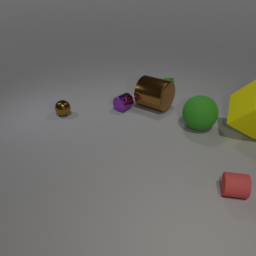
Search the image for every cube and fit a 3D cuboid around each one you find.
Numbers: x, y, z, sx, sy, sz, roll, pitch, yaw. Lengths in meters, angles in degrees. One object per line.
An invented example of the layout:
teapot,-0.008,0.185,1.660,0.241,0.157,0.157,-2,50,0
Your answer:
cube,4.702,-0.662,10.260,1.400,1.400,1.400,27,60,-14
cube,1.876,-2.102,13.956,0.700,0.700,0.700,-6,6,34

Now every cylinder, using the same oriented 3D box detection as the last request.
cylinder,-0.215,-1.177,12.764,0.700,0.700,0.700,22,37,32
cylinder,3.109,1.650,8.096,0.700,0.700,0.700,6,32,9
cylinder,1.217,-1.581,12.741,1.400,1.400,1.400,20,37,30

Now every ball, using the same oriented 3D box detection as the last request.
ball,-2.859,-0.879,12.288,0.700,0.700,0.700,0,31,0
ball,2.868,-0.602,11.139,1.400,1.400,1.400,0,31,0
